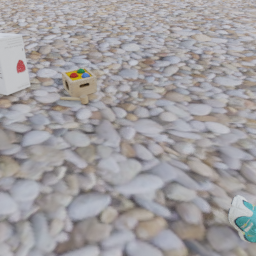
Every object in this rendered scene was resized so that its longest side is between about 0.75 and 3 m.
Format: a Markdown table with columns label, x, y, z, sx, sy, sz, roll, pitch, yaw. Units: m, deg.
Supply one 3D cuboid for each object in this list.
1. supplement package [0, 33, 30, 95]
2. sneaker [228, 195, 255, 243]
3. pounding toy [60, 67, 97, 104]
| label | x | y | z | sx | sy | sz | roll | pitch | yaw |
| --- | --- | --- | --- | --- | --- | --- | --- | --- | --- |
| supplement package | -4.085 | -2.127 | 9.206 | 1.059 | 1.768 | 1.072 | 12 | 29 | 24 |
| sneaker | 2.169 | 1.642 | 4.641 | 0.618 | 1.551 | 0.601 | 16 | 74 | 46 |
| pounding toy | -1.686 | -1.405 | 9.290 | 1.298 | 0.676 | 1.478 | -18 | 40 | -25 |
